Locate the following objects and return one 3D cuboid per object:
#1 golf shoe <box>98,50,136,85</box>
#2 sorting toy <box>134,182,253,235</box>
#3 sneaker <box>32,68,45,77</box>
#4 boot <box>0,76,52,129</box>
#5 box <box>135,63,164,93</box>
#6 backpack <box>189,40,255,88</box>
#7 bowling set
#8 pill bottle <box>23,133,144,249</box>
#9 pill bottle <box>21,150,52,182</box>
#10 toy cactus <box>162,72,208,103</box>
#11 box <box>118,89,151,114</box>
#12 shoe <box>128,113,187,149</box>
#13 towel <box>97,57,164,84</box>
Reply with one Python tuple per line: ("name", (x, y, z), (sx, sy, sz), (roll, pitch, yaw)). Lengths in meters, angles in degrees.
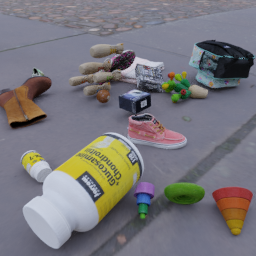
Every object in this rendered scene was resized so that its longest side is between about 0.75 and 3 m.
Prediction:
("golf shoe", (-0.616, -2.936, 13.015), (2.148, 0.780, 0.989), (-36, 33, 11))
("sorting toy", (1.480, 1.867, 6.407), (2.751, 0.954, 0.947), (4, 56, 3))
("sneaker", (-4.272, -2.546, 13.237), (0.644, 0.743, 1.676), (-9, 33, -14))
("boot", (-3.718, -1.103, 10.866), (2.368, 0.861, 2.515), (-19, 38, -28))
("box", (0.969, -2.278, 12.644), (1.200, 0.379, 1.522), (9, 41, -14))
("backpack", (4.070, -2.966, 12.764), (2.204, 1.922, 2.507), (-11, 42, -25))
("bowling set", (-1.047, -1.966, 11.731), (1.566, 2.917, 2.030), (-19, 81, -39))
("pill bottle", (-0.917, 1.318, 6.283), (1.475, 1.475, 2.633), (21, 41, 30))
("pill bottle", (-2.513, 1.059, 7.718), (0.546, 0.546, 0.955), (-25, 40, -33))
("toy cactus", (2.410, -1.759, 11.868), (1.926, 1.194, 2.334), (13, 25, 3))
("box", (0.251, -0.993, 10.339), (0.864, 0.537, 0.871), (21, 38, 40))
("shoe", (0.926, 0.092, 8.935), (1.916, 0.872, 0.685), (6, 33, 10))
("towel", (0.143, -3.103, 14.418), (2.620, 0.442, 2.744), (19, 36, 28))
